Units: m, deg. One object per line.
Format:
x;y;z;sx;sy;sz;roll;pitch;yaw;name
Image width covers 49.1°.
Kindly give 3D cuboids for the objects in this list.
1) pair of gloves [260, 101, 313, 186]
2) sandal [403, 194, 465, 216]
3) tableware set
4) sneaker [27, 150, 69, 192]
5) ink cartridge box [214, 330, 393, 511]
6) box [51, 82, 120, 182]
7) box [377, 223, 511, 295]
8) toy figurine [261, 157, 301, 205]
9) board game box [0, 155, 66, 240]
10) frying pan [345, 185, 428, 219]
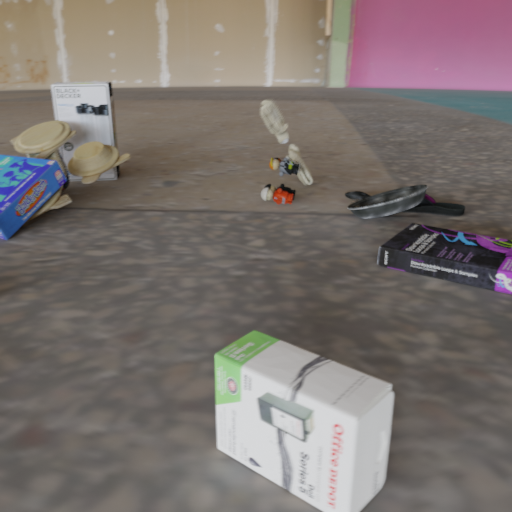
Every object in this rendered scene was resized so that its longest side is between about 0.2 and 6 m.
0.733;-2.627;12.992;0.378;2.158;1.835;-32;5;4;pair of gloves
3.329;-1.103;11.241;1.651;0.395;0.620;7;22;17;sandal
-4.483;-1.793;11.569;3.356;0.389;2.804;25;56;35;tableware set
-4.413;-1.585;12.092;0.865;0.975;2.308;-18;46;-2;sneaker
0.319;1.242;4.256;1.270;0.924;0.534;16;26;37;ink cartridge box
-4.119;-3.025;13.623;1.351;2.316;0.696;-2;21;-6;box
3.043;-0.013;8.396;2.029;0.366;1.451;12;24;31;box
0.508;-1.585;11.676;0.685;0.969;0.985;12;17;6;toy figurine
-4.990;-1.180;10.382;2.297;0.517;1.747;8;47;23;board game box
2.209;-1.020;11.003;1.531;0.412;2.531;-23;11;-33;frying pan
